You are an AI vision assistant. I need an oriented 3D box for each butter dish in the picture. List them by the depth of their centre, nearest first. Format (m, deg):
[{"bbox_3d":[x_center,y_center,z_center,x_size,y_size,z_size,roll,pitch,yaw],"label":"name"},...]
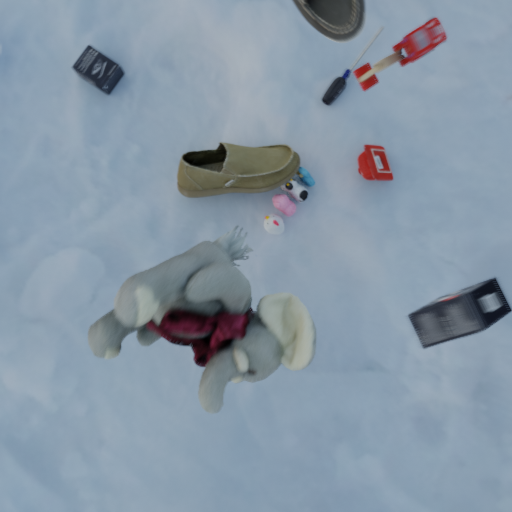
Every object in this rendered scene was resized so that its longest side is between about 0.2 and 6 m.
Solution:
[{"bbox_3d":[2.111,-1.645,10.334,0.701,0.519,0.703,-7,79,-45],"label":"butter dish"}]

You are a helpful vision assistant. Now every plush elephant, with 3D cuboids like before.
[{"bbox_3d":[-0.533,0.995,7.344,2.682,2.209,2.076,-34,86,-41],"label":"plush elephant"}]

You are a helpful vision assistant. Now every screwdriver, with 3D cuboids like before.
[{"bbox_3d":[1.830,-3.647,10.598,0.274,0.263,1.886,34,88,-27],"label":"screwdriver"}]

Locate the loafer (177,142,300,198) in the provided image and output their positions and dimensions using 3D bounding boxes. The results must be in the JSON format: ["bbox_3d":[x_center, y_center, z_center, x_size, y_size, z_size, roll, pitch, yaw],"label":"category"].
[{"bbox_3d":[-0.343,-1.602,10.032,2.299,0.775,0.874,-13,51,-1],"label":"loafer"}]

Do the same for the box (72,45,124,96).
[{"bbox_3d":[-2.962,-3.484,10.533,0.754,0.393,0.558,35,86,3],"label":"box"}]

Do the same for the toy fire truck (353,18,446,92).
[{"bbox_3d":[1.893,-2.685,7.577,0.975,1.383,0.337,-29,97,4],"label":"toy fire truck"}]

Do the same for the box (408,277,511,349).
[{"bbox_3d":[2.394,0.671,6.590,0.876,0.797,0.456,-16,79,-45],"label":"box"}]

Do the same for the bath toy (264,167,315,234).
[{"bbox_3d":[0.558,-1.000,10.265,0.563,0.478,1.295,33,86,3],"label":"bath toy"}]

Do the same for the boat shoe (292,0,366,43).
[{"bbox_3d":[0.536,-3.712,6.588,0.833,0.710,2.492,-24,90,21],"label":"boat shoe"}]
